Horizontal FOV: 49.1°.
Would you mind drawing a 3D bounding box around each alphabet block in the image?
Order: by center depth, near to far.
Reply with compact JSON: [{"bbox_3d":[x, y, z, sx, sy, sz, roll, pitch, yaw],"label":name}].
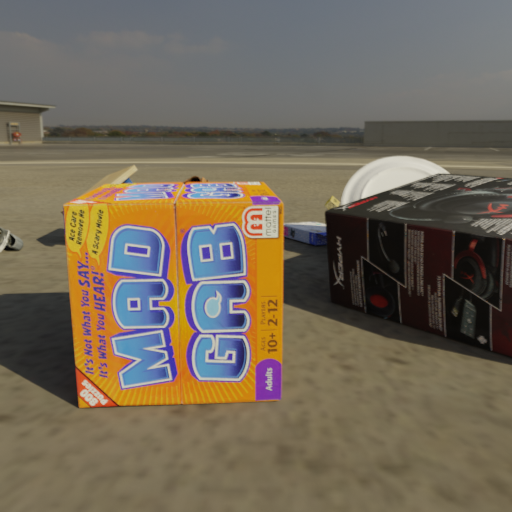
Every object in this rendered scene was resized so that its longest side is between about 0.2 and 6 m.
[{"bbox_3d":[1.607,-1.089,11.822,0.220,0.215,0.216,39,37,-6],"label":"alphabet block"}]

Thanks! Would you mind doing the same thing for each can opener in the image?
[{"bbox_3d":[-5.147,-0.318,10.870,1.812,0.483,0.606,11,-16,42],"label":"can opener"}]

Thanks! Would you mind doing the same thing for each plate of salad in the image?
[{"bbox_3d":[2.565,-0.752,9.705,2.209,2.209,0.530,1,-26,3],"label":"plate of salad"}]

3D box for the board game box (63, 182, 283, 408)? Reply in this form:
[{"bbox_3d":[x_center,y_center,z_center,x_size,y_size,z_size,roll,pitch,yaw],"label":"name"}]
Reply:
[{"bbox_3d":[-0.670,0.227,5.169,1.672,1.673,1.671,-1,12,-4],"label":"board game box"}]

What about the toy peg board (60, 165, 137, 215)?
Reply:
[{"bbox_3d":[-2.865,-1.039,10.724,1.271,0.624,1.276,-4,37,52],"label":"toy peg board"}]

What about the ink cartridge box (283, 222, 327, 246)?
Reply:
[{"bbox_3d":[1.261,-0.451,11.446,0.910,0.320,1.524,-6,11,-30],"label":"ink cartridge box"}]

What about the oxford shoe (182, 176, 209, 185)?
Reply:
[{"bbox_3d":[-1.222,-1.381,13.746,1.185,1.185,3.324,3,11,22],"label":"oxford shoe"}]

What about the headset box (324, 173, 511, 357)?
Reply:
[{"bbox_3d":[2.967,-0.030,6.543,2.602,1.313,3.501,-20,22,-37],"label":"headset box"}]
